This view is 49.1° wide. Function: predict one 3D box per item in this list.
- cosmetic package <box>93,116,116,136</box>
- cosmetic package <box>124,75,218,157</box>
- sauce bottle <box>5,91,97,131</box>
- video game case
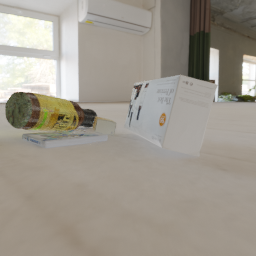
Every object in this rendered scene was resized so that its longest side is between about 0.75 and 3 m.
[{"bbox_3d":[-0.563,-0.058,6.540,0.464,0.314,0.883,12,3,-12],"label":"cosmetic package"},{"bbox_3d":[0.583,-0.309,5.252,0.679,1.107,2.681,11,3,-13],"label":"cosmetic package"},{"bbox_3d":[-1.637,-0.327,6.733,0.822,0.822,2.542,4,0,29],"label":"sauce bottle"},{"bbox_3d":[-1.265,0.183,5.582,1.299,0.143,1.184,-6,9,-38],"label":"video game case"}]
